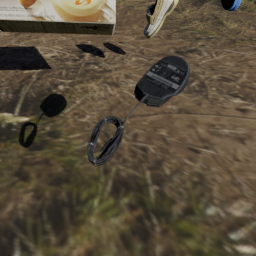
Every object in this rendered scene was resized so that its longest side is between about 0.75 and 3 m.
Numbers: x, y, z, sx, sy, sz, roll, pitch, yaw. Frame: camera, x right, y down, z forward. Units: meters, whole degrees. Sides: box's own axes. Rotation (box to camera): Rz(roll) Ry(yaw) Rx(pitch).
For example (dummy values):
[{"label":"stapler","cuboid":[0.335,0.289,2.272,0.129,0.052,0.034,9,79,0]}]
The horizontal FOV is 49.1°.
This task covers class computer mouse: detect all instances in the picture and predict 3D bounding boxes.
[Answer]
[{"label":"computer mouse","cuboid":[0.223,-0.317,4.726,0.735,0.427,2.507,35,70,25]}]

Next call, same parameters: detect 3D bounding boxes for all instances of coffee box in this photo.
[{"label":"coffee box","cuboid":[-1.816,-3.347,7.012,2.966,1.696,1.182,0,4,-7]}]

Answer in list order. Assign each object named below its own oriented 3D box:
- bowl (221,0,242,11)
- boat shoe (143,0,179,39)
[{"label":"bowl","cuboid":[3.063,-4.018,8.318,0.203,1.033,1.033,-7,37,-9]},{"label":"boat shoe","cuboid":[0.952,-3.919,9.606,0.668,1.952,0.730,16,57,-19]}]
